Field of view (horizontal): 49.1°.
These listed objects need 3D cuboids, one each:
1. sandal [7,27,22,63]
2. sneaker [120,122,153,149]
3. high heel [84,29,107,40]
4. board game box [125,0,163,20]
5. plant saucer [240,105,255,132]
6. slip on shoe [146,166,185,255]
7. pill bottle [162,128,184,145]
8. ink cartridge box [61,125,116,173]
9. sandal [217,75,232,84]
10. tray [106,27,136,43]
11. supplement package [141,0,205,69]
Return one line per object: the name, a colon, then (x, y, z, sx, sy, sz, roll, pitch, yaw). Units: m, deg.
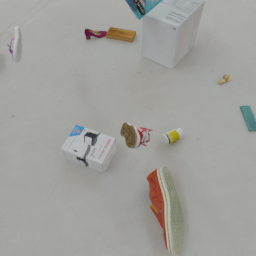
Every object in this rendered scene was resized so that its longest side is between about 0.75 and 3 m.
sandal: (-4.289, -3.095, 10.565, 0.445, 0.737, 1.811, -5, 53, -8)
sneaker: (0.416, 0.315, 9.110, 1.026, 0.650, 1.824, 19, 11, -16)
high heel: (-1.733, -5.240, 15.283, 1.291, 0.621, 0.435, -22, 56, -15)
board game box: (0.780, -5.705, 11.530, 1.945, 1.468, 0.456, -38, 39, 9)
plant saucer: (5.238, -0.439, 12.057, 0.486, 0.132, 1.389, -2, 55, -1)
slip on shoe: (1.222, 2.708, 9.338, 0.868, 1.051, 2.838, -28, 58, 30)
pill bottle: (1.817, 0.322, 11.286, 0.795, 0.455, 0.455, -23, 57, -15)
ink cartridge box: (-1.470, 0.774, 10.773, 1.732, 0.725, 1.256, 18, 56, 13)
sandal: (4.680, -2.394, 13.381, 0.924, 0.304, 0.339, -29, 59, -20)
tray: (-0.379, -5.158, 15.445, 1.506, 0.279, 0.743, 12, 54, 10)
supplement package: (2.147, -4.874, 13.841, 1.914, 2.489, 2.602, 30, 59, 20)
